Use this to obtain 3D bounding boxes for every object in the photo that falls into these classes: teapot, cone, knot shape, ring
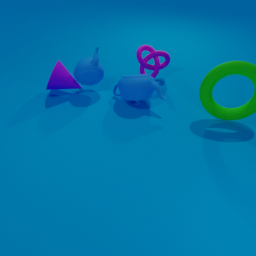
[{"bbox_3d":[0.350,-1.259,9.301,2.049,1.003,1.274,5,15,32],"label":"teapot"},{"bbox_3d":[-2.095,-1.602,9.706,1.094,1.090,1.090,23,41,-12],"label":"cone"},{"bbox_3d":[0.844,-2.355,10.377,1.287,1.204,0.595,19,18,-3],"label":"knot shape"},{"bbox_3d":[3.096,-1.056,8.260,1.937,1.937,0.387,7,37,8],"label":"ring"},{"bbox_3d":[-1.318,-2.019,9.562,1.031,1.659,0.812,9,57,-27],"label":"teapot"}]
